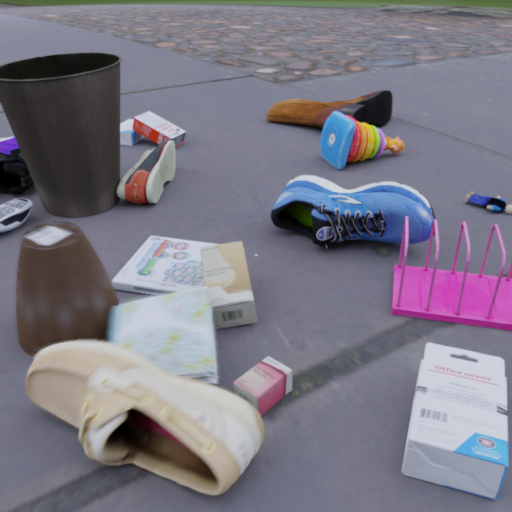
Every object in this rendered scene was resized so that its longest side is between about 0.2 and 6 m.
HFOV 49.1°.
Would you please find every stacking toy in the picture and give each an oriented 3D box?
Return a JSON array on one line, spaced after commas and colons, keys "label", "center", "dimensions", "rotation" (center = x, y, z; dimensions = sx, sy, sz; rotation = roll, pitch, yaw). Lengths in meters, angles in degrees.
[{"label": "stacking toy", "center": [2.778, -2.826, 13.940], "dimensions": [2.133, 1.238, 1.171], "rotation": [-1, 30, -23]}]

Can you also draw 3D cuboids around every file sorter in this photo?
[{"label": "file sorter", "center": [3.106, 0.182, 8.525], "dimensions": [1.873, 1.175, 1.302], "rotation": [7, 31, 12]}]

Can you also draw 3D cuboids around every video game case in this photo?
[{"label": "video game case", "center": [-1.423, 0.171, 9.511], "dimensions": [1.473, 0.192, 1.618], "rotation": [7, 31, 12]}]

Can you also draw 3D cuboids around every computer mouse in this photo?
[{"label": "computer mouse", "center": [-4.945, -0.547, 10.597], "dimensions": [0.955, 0.382, 1.741], "rotation": [14, 39, 31]}]

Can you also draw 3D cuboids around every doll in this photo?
[{"label": "doll", "center": [4.891, -1.099, 11.635], "dimensions": [0.972, 0.236, 0.663], "rotation": [25, 40, 37]}]

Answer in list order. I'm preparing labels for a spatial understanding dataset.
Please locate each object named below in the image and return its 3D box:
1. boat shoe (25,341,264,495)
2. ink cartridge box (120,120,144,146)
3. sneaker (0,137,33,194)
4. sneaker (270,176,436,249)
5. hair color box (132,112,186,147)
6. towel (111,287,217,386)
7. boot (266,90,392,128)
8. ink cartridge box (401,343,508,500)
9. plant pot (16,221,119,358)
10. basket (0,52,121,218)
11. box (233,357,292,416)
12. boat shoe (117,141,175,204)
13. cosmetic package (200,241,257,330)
[{"label": "boat shoe", "center": [-1.392, 1.725, 6.010], "dimensions": [2.866, 1.056, 0.991], "rotation": [11, 28, 17]}, {"label": "ink cartridge box", "center": [-3.462, -3.400, 15.408], "dimensions": [0.651, 0.375, 1.124], "rotation": [8, 31, 13]}, {"label": "sneaker", "center": [-5.145, -2.079, 12.574], "dimensions": [3.389, 1.178, 1.686], "rotation": [-21, 43, -25]}, {"label": "sneaker", "center": [1.649, -0.597, 10.077], "dimensions": [3.092, 1.214, 1.378], "rotation": [9, 38, 31]}, {"label": "hair color box", "center": [-2.597, -3.347, 14.954], "dimensions": [1.242, 0.397, 0.689], "rotation": [30, 38, 13]}, {"label": "towel", "center": [-1.219, 1.138, 7.338], "dimensions": [1.348, 0.379, 1.575], "rotation": [-10, 45, -1]}, {"label": "boot", "center": [2.277, -4.340, 16.817], "dimensions": [3.037, 1.040, 2.859], "rotation": [16, 41, 38]}, {"label": "ink cartridge box", "center": [2.288, 1.787, 6.380], "dimensions": [0.980, 0.573, 1.690], "rotation": [11, 32, 18]}, {"label": "plant pot", "center": [-2.687, 0.381, 7.750], "dimensions": [1.477, 1.581, 1.477], "rotation": [-1, 32, 0]}, {"label": "basket", "center": [-3.724, -2.367, 11.203], "dimensions": [1.934, 2.844, 2.565], "rotation": [23, 37, 33]}, {"label": "box", "center": [0.086, 1.606, 6.905], "dimensions": [0.417, 0.355, 0.652], "rotation": [23, 38, 36]}, {"label": "boat shoe", "center": [-2.345, -1.905, 12.459], "dimensions": [0.774, 0.880, 2.473], "rotation": [1, 34, 8]}, {"label": "cosmetic package", "center": [-0.438, 0.419, 8.526], "dimensions": [0.725, 0.490, 1.378], "rotation": [-11, 40, -3]}]
